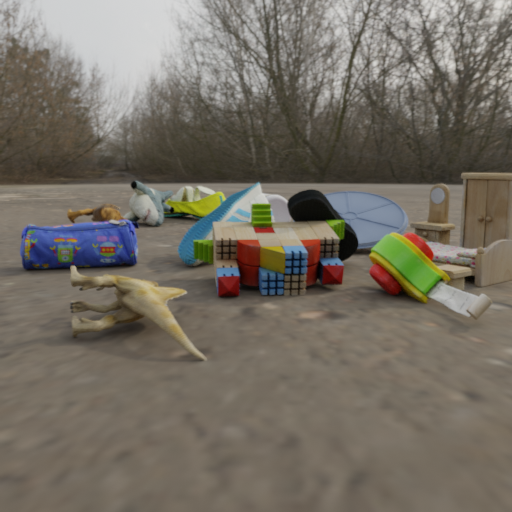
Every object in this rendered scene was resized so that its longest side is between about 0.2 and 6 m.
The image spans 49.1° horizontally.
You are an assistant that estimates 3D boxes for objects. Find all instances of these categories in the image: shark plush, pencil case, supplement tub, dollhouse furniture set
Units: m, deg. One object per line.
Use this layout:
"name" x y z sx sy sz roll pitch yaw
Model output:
"shark plush" -2.715 -1.265 14.958 1.080 1.178 2.593 20 7 1
"pencil case" -2.574 -0.178 8.254 1.701 0.739 0.664 -3 34 -14
"supplement tub" 0.224 -1.002 12.971 0.866 0.866 1.197 -3 9 -20
"dollhouse furniture set" 2.674 -0.511 8.230 2.851 1.392 2.431 -7 11 -38

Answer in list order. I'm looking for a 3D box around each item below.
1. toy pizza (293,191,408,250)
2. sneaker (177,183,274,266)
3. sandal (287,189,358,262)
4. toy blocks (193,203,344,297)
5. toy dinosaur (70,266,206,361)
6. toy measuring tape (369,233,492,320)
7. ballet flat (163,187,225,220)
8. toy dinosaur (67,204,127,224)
"toy pizza" 1.728 -0.610 10.350 2.082 0.330 2.082 -3 33 2
"sneaker" -0.369 -0.381 9.019 0.862 0.910 2.253 -18 17 40
"sandal" 0.992 -0.464 8.011 0.683 0.435 1.817 -18 -35 16
"toy blocks" 0.257 0.020 6.921 2.033 1.016 1.390 -1 20 -7
"toy dinosaur" -1.131 0.392 5.104 1.063 0.612 2.102 -2 9 -20
"toy measuring tape" 1.739 0.148 6.118 0.760 0.760 2.065 -2 10 -9
"ballet flat" -1.772 -1.496 15.800 0.930 0.933 2.782 -9 12 -41
"toy dinosaur" -2.877 -0.742 10.415 1.191 0.677 2.242 -17 -8 0
